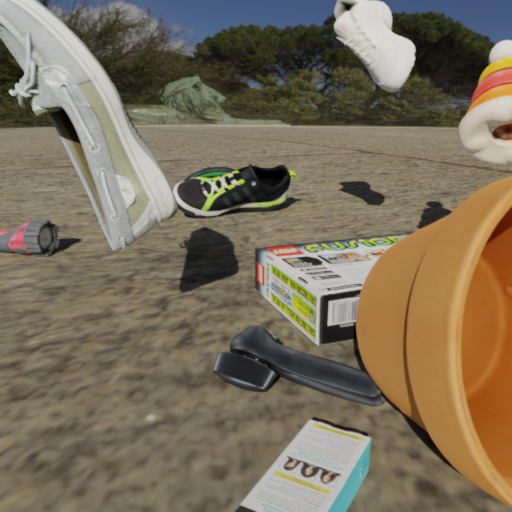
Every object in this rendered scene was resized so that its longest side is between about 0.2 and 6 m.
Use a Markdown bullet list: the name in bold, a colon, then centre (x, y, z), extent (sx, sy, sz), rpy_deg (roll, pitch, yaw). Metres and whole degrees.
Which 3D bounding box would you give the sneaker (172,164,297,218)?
- **sneaker**: centre (-0.483, -1.705, 12.929), extent (2.973, 1.231, 1.066), rpy_deg (-8, 57, -26)

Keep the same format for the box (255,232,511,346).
- **box**: centre (2.110, 0.268, 7.841), extent (3.797, 0.659, 2.090), rpy_deg (-6, 17, -19)

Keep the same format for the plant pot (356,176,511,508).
- **plant pot**: centre (1.919, 0.591, 4.385), extent (2.394, 2.394, 1.676), rpy_deg (-7, 1, -22)

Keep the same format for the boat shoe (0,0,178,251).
- **boat shoe**: centre (-1.702, -1.221, 5.341), extent (0.813, 2.534, 0.934), rpy_deg (-40, 31, -19)

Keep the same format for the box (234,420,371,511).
- **box**: centre (0.344, 1.633, 3.854), extent (0.525, 0.314, 1.276), rpy_deg (9, 19, 28)

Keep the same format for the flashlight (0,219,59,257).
- **flashlight**: centre (-4.557, -0.386, 10.073), extent (1.993, 0.677, 0.675), rpy_deg (6, 15, 17)

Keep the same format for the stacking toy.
- **stacking toy**: centre (3.504, -2.277, 7.762), extent (1.292, 1.768, 1.292), rpy_deg (10, -27, 5)

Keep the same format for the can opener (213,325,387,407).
- **can opener**: centre (0.437, 1.127, 5.472), extent (1.708, 0.671, 0.541), rpy_deg (11, -20, 23)

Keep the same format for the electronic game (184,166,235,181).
- **electronic game**: centre (-1.083, -1.714, 13.762), extent (1.553, 0.323, 1.553), rpy_deg (-10, -25, -5)

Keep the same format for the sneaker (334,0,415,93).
- **sneaker**: centre (1.799, -3.510, 9.219), extent (1.100, 0.862, 2.213), rpy_deg (7, 46, -26)
